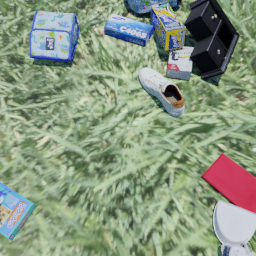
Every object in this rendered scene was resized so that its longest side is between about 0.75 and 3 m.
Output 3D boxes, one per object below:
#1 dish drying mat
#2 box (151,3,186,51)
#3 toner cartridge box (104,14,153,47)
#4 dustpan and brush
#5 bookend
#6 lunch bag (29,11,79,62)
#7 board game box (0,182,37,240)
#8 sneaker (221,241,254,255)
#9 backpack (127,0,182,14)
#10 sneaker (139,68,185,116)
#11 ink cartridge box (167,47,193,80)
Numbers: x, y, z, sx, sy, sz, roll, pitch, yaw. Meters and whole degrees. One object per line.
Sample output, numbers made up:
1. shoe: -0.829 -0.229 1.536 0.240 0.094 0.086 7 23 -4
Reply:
1. dish drying mat: 3.141 1.745 7.178 2.456 0.223 0.943 41 69 19
2. box: 1.311 -3.477 9.504 0.652 0.711 2.029 -8 46 -5
3. toner cartridge box: 0.021 -3.491 9.979 1.606 0.347 0.763 20 63 11
4. dustpan and brush: 2.425 2.599 6.655 1.024 0.420 1.467 20 56 14
5. bookend: 2.477 -2.853 8.795 1.819 0.838 1.807 43 61 -25
6. lunch bag: -2.467 -3.001 9.378 1.402 1.051 1.649 5 72 2
7. board game box: -3.103 2.011 6.976 1.275 0.287 0.970 27 65 15
8. sneaker: 2.109 3.124 6.106 1.702 0.639 0.978 -10 72 -11
9. backpack: 0.868 -5.283 10.366 1.932 1.419 1.768 -19 59 -6
10. sneaker: 1.052 -1.317 8.509 0.729 0.848 2.003 -34 65 -15
11. ink cartridge box: 1.709 -2.152 9.169 0.767 0.436 1.052 7 62 9
